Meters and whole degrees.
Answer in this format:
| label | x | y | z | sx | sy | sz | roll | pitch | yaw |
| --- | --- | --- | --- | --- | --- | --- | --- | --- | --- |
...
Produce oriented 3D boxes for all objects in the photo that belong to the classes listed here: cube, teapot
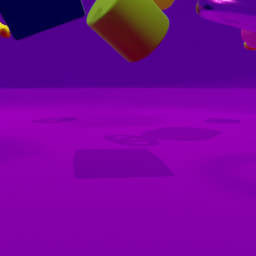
| label | x | y | z | sx | sy | sz | roll | pitch | yaw |
| --- | --- | --- | --- | --- | --- | --- | --- | --- | --- |
| cube | -1.410 | -2.146 | 4.124 | 1.100 | 1.100 | 1.100 | -22 | 41 | -5 |
| teapot | 2.498 | -1.709 | 4.589 | 1.721 | 0.843 | 1.070 | -2 | 18 | -33 |

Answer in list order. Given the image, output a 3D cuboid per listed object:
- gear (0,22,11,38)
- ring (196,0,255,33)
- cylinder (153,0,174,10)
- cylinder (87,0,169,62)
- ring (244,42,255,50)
| label | x | y | z | sx | sy | sz | roll | pitch | yaw |
| --- | --- | --- | --- | --- | --- | --- | --- | --- | --- |
| gear | -3.928 | -3.656 | 8.819 | 0.279 | 1.511 | 1.511 | 15 | 14 | 26 |
| ring | 1.518 | -1.372 | 3.496 | 1.367 | 0.273 | 1.367 | 12 | 25 | -6 |
| cylinder | 0.983 | -4.250 | 8.642 | 0.878 | 0.878 | 0.878 | 0 | 50 | 1 |
| cylinder | 0.003 | -2.489 | 6.487 | 1.386 | 1.386 | 1.386 | 36 | -13 | -33 |
| ring | 3.875 | -2.387 | 7.880 | 1.134 | 0.227 | 1.134 | 1 | 4 | 0 |
